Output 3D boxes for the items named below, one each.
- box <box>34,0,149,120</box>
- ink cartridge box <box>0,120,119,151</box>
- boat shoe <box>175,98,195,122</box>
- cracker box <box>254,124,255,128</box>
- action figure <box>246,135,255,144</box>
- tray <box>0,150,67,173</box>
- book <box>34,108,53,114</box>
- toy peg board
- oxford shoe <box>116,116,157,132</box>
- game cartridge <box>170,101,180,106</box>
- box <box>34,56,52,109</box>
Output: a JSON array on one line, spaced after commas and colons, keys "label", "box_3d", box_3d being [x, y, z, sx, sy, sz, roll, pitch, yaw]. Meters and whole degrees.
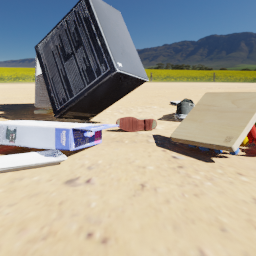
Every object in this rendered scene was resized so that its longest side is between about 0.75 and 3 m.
[{"label": "box", "box_3d": [-1.166, -1.968, 8.477, 2.617, 2.638, 1.626, -31, -19, 32]}, {"label": "ink cartridge box", "box_3d": [-1.607, 0.121, 5.905, 2.527, 0.530, 1.508, 1, 3, 16]}, {"label": "boat shoe", "box_3d": [2.131, -0.716, 10.030, 0.799, 0.659, 2.329, 3, 12, 16]}, {"label": "cracker box", "box_3d": [3.918, -0.180, 8.267, 1.055, 0.304, 0.707, 1, 11, 6]}, {"label": "action figure", "box_3d": [3.455, -0.003, 5.052, 2.714, 1.343, 0.886, 6, 12, 38]}, {"label": "tray", "box_3d": [-1.758, 0.585, 4.876, 1.272, 0.141, 0.683, -6, 13, -27]}, {"label": "book", "box_3d": [-3.304, -0.705, 11.288, 0.566, 0.204, 0.847, 0, 12, 15]}, {"label": "toy peg board", "box_3d": [1.981, 0.008, 5.816, 1.514, 0.743, 1.520, -48, 30, -22]}, {"label": "oxford shoe", "box_3d": [0.198, -0.103, 7.797, 1.171, 0.412, 0.438, 5, 2, -18]}, {"label": "game cartridge", "box_3d": [2.522, -1.225, 13.868, 0.616, 0.192, 0.926, -7, 13, -14]}, {"label": "box", "box_3d": [-2.468, -2.103, 11.747, 2.749, 2.355, 2.735, 4, 13, -18]}]
